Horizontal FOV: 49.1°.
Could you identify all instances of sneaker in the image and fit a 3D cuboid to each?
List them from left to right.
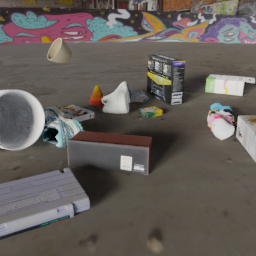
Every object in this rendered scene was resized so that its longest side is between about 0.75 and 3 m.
[{"bbox_3d":[-2.470,-0.049,9.149,1.048,0.942,2.428,-22,30,-38],"label":"sneaker"},{"bbox_3d":[-0.558,-1.354,12.514,1.212,1.030,2.738,-11,21,8],"label":"sneaker"}]

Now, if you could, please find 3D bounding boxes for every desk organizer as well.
[{"bbox_3d":[-0.463,0.626,7.633,2.191,0.786,0.844,5,20,12],"label":"desk organizer"}]

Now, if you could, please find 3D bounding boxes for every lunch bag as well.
[{"bbox_3d":[0.525,-1.540,13.451,0.828,0.526,0.702,5,22,-4],"label":"lunch bag"}]

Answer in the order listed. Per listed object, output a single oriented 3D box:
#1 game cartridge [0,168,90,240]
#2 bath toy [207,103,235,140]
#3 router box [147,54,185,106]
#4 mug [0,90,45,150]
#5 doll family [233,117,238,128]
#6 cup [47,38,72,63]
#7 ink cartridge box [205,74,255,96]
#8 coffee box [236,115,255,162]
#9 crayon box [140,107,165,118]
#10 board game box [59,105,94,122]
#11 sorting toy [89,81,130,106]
[{"bbox_3d":[-2.110,1.547,5.845,2.309,0.443,1.497,-11,28,-25],"label":"game cartridge"},{"bbox_3d":[3.238,-0.294,9.930,0.942,0.801,2.167,-28,10,25],"label":"bath toy"},{"bbox_3d":[1.761,-2.418,13.606,0.671,2.021,2.570,-8,24,-20],"label":"router box"},{"bbox_3d":[-4.018,-0.080,8.495,2.067,1.740,2.357,6,50,43],"label":"mug"},{"bbox_3d":[4.132,-0.194,10.342,0.502,0.341,0.869,14,20,40],"label":"doll family"},{"bbox_3d":[-2.160,-2.434,9.121,0.567,0.793,0.793,26,1,-41],"label":"cup"},{"bbox_3d":[5.449,-2.288,14.932,2.351,0.791,1.377,9,23,22],"label":"ink cartridge box"},{"bbox_3d":[4.099,0.321,8.259,1.152,0.803,2.014,-2,23,3],"label":"coffee box"},{"bbox_3d":[1.000,-0.669,11.554,0.899,0.232,0.565,-12,26,-31],"label":"crayon box"},{"bbox_3d":[-2.214,-0.600,11.391,1.522,0.263,0.961,20,28,41],"label":"board game box"},{"bbox_3d":[-0.821,-1.793,13.591,0.894,0.888,2.578,19,29,39],"label":"sorting toy"}]
